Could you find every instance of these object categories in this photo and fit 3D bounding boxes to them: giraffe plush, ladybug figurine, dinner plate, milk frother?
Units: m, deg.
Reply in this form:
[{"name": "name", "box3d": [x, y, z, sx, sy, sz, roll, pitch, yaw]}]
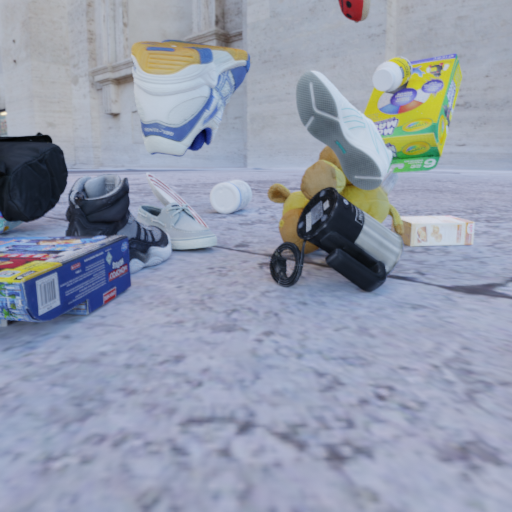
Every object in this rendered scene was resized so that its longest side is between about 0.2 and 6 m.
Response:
[{"name": "giraffe plush", "box3d": [1.294, -0.857, 10.832, 2.189, 2.329, 2.699, -16, 7, 41]}, {"name": "ladybug figurine", "box3d": [1.292, -3.559, 7.535, 0.322, 0.894, 0.607, -23, 43, -7]}, {"name": "dinner plate", "box3d": [-1.930, -1.211, 13.604, 2.101, 0.255, 2.101, 43, 7, -7]}, {"name": "milk frother", "box3d": [1.208, -0.015, 8.797, 1.464, 1.405, 1.557, 32, -35, -23]}]

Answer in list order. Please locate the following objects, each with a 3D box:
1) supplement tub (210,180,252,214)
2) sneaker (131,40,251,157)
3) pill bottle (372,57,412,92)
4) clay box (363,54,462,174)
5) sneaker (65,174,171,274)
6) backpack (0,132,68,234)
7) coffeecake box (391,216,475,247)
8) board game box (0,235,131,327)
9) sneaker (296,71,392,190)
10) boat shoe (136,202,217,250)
[{"name": "supplement tub", "box3d": [-0.799, -1.909, 18.008, 1.007, 1.007, 1.527, 3, 11, 14]}, {"name": "sneaker", "box3d": [-0.829, -2.021, 7.059, 1.077, 1.261, 2.861, 10, 23, 12]}, {"name": "pill bottle", "box3d": [2.109, -2.822, 8.754, 0.448, 0.448, 0.806, 7, 30, 32]}, {"name": "clay box", "box3d": [2.573, -2.409, 9.549, 1.387, 0.575, 2.414, 1, 51, 33]}, {"name": "sneaker", "box3d": [-2.345, -0.615, 9.873, 1.106, 1.667, 2.930, 3, 12, 16]}, {"name": "backpack", "box3d": [-6.808, -1.748, 13.716, 3.556, 2.251, 2.968, 1, 20, 10]}, {"name": "coffeecake box", "box3d": [3.922, -0.571, 12.533, 1.453, 0.531, 1.115, -2, 12, -9]}, {"name": "board game box", "box3d": [-3.477, 0.319, 7.331, 2.758, 0.851, 2.760, 1, 12, 11]}, {"name": "sneaker", "box3d": [1.113, -1.629, 7.082, 0.585, 1.664, 0.667, -25, 17, 47]}, {"name": "boat shoe", "box3d": [-1.832, -0.690, 12.110, 0.913, 0.932, 2.616, -11, 15, -42]}]
